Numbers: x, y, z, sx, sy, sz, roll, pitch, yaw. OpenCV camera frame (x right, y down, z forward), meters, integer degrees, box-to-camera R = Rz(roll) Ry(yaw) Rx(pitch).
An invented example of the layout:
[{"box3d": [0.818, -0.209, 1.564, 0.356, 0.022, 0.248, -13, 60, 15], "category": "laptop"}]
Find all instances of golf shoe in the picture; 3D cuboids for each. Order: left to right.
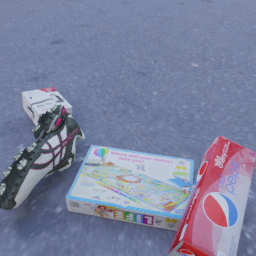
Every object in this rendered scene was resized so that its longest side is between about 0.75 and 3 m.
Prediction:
[{"box3d": [-1.954, 0.750, 6.825, 1.151, 1.313, 2.981, -22, 34, 41], "category": "golf shoe"}]

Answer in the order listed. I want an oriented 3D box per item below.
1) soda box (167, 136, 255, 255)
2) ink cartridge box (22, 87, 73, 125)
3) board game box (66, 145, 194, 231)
[{"box3d": [1.689, 1.370, 5.356, 0.912, 0.826, 2.606, 27, 49, 9], "category": "soda box"}, {"box3d": [-2.570, -0.651, 8.925, 1.112, 0.628, 1.516, -17, 41, -33], "category": "ink cartridge box"}, {"box3d": [0.153, 1.346, 6.736, 2.742, 0.469, 1.843, 8, 39, 10], "category": "board game box"}]
